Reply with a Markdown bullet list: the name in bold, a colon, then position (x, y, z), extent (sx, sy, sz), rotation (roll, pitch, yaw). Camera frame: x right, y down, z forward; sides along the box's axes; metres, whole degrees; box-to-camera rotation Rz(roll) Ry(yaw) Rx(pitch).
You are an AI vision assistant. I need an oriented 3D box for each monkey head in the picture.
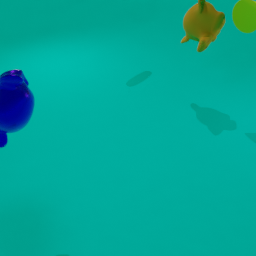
- **monkey head**: position (2.180, -3.062, 8.566), extent (1.197, 1.986, 1.428), rotation (31, 63, 9)
- **monkey head**: position (-2.042, -0.429, 4.388), extent (1.092, 1.518, 0.914), rotation (12, 40, -25)

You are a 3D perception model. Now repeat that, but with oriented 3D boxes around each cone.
- **cone**: position (3.564, -3.236, 7.746), extent (0.918, 0.915, 0.915), rotation (-30, 47, -20)
